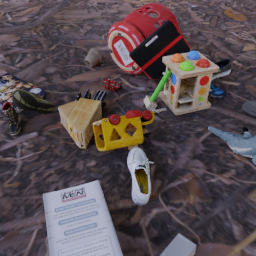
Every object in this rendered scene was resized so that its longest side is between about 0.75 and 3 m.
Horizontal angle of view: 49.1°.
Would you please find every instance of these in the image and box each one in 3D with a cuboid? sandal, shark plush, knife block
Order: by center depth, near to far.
[{"bbox_3d":[3.899,0.326,9.279,2.359,0.983,1.072,30,48,31],"label":"shark plush"},{"bbox_3d":[-3.532,-0.989,10.396,0.708,1.784,0.509,-40,58,15],"label":"sandal"},{"bbox_3d":[-1.350,-0.538,10.484,2.161,0.788,2.462,-22,44,-23],"label":"knife block"}]

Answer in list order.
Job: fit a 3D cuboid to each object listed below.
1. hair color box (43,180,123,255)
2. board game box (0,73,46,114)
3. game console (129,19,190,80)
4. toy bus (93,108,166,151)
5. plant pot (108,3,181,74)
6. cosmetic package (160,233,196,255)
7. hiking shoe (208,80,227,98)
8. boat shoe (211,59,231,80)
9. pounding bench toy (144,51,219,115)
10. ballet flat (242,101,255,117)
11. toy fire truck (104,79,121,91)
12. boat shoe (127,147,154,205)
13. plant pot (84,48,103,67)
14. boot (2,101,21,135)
[{"bbox_3d":[-1.001,2.718,6.404,1.470,0.900,2.970,-12,41,-14],"label":"hair color box"},{"bbox_3d":[-5.023,-1.467,11.907,2.575,0.446,1.744,24,45,27],"label":"board game box"},{"bbox_3d":[1.410,-3.243,11.994,2.230,1.972,0.346,-38,40,16],"label":"game console"},{"bbox_3d":[0.021,0.122,9.327,2.343,1.211,2.211,-9,-1,23],"label":"toy bus"},{"bbox_3d":[0.693,-4.153,13.370,2.853,2.853,2.598,30,53,32],"label":"plant pot"},{"bbox_3d":[1.099,2.989,6.455,0.523,0.442,0.980,26,48,33],"label":"cosmetic package"},{"bbox_3d":[3.549,-1.773,12.123,1.510,0.655,0.562,26,46,29],"label":"hiking shoe"},{"bbox_3d":[3.923,-2.732,13.279,2.407,0.681,0.826,-21,43,-23],"label":"boat shoe"},{"bbox_3d":[1.915,-1.807,11.068,2.603,2.030,1.617,-13,41,-16],"label":"pounding bench toy"},{"bbox_3d":[5.409,-0.635,10.958,1.784,0.414,0.601,14,86,22],"label":"ballet flat"},{"bbox_3d":[-0.665,-1.960,12.597,0.765,0.429,0.643,25,27,26],"label":"toy fire truck"},{"bbox_3d":[0.369,1.204,8.084,0.689,0.795,1.865,8,48,-10],"label":"boat shoe"},{"bbox_3d":[-1.808,-3.490,14.219,0.831,0.831,0.721,24,60,26],"label":"plant pot"},{"bbox_3d":[-4.240,-0.355,10.177,0.410,0.843,1.119,-12,45,-1],"label":"boot"}]
